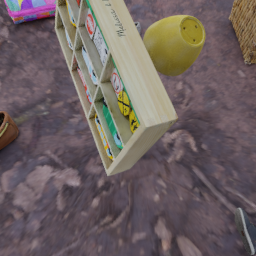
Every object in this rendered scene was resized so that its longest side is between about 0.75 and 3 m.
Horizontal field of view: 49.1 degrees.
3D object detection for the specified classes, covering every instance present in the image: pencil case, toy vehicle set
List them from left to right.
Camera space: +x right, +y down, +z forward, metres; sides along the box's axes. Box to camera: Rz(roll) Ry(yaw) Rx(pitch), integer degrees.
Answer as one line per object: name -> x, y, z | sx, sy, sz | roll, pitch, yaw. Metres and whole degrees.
pencil case -> -2.670, -4.041, 8.974 | 2.388, 1.056, 1.056 | -14, 63, -4
toy vehicle set -> -0.396, -0.924, 3.806 | 0.375, 1.757, 2.827 | -14, 70, -22

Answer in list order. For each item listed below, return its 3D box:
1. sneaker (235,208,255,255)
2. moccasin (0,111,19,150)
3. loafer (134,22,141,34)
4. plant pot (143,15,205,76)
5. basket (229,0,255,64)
sneaker -> 2.699, 2.194, 6.086 | 0.511, 0.360, 0.962 | -9, 72, -10
moccasin -> -3.785, 0.649, 6.451 | 2.738, 1.057, 1.001 | -40, 73, -19
loafer -> -0.186, -2.892, 8.665 | 1.313, 0.458, 0.459 | -34, 67, -16
plant pot -> 0.945, -1.592, 5.127 | 1.106, 0.785, 1.106 | 4, 81, -25
basket -> 4.226, -3.404, 7.606 | 1.965, 2.753, 2.051 | -5, 62, 2
